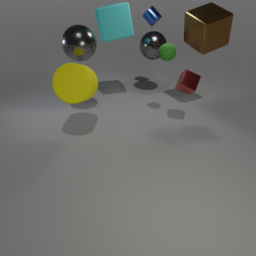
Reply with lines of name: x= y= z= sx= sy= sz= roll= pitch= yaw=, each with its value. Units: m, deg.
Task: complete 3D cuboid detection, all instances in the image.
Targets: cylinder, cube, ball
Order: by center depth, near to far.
cylinder: x=-1.902 y=-1.640 z=10.295 sx=1.400 sy=1.400 sz=1.400 roll=2 pitch=10 yaw=3
ball: x=-1.945 y=-3.387 z=11.189 sx=1.400 sy=1.400 sz=1.400 roll=0 pitch=29 yaw=0
ball: x=1.579 y=-3.040 z=11.232 sx=0.700 sy=0.700 sz=0.700 roll=0 pitch=29 yaw=0
cube: x=2.434 y=-1.859 z=11.440 sx=0.700 sy=0.700 sz=0.700 roll=23 pitch=-10 yaw=-5
cube: x=3.329 y=-4.194 z=11.794 sx=1.400 sy=1.400 sz=1.400 roll=-25 pitch=49 yaw=-14
cube: x=-0.646 y=-4.810 z=12.704 sx=1.400 sy=1.400 sz=1.400 roll=-14 pitch=26 yaw=-5
cylinder: x=1.197 y=-5.520 z=13.858 sx=0.700 sy=0.700 sz=0.700 roll=47 pitch=35 yaw=-6
ball: x=1.277 y=-4.156 z=14.128 sx=1.400 sy=1.400 sz=1.400 roll=0 pitch=29 yaw=0
